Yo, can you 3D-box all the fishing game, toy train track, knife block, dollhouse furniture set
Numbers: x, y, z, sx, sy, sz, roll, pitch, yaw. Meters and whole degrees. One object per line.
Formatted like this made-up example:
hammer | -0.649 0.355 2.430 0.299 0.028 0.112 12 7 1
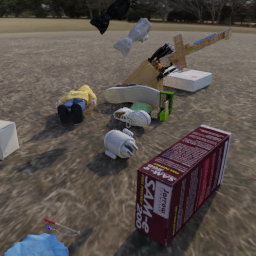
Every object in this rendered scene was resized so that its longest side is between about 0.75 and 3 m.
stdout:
fishing game | -1.644 2.418 4.989 1.244 0.270 1.738 11 34 23
toy train track | 1.910 -2.162 7.708 2.114 1.213 0.344 -24 52 2
knife block | 1.022 -3.064 14.283 2.967 2.604 0.949 13 26 27
dollhouse furniture set | 0.881 -1.027 11.813 1.815 0.911 1.189 11 26 23

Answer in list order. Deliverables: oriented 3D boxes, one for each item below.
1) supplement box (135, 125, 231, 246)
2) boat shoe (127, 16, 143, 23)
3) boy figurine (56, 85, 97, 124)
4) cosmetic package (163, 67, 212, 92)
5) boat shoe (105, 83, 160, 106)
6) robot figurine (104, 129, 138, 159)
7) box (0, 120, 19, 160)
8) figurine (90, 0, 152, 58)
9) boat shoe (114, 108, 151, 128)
supplement box | 1.323 1.109 6.332 0.849 1.517 2.787 20 30 34
boat shoe | 0.310 -5.104 13.223 0.802 0.303 0.296 -3 -2 -14
boy figurine | -2.179 -1.117 12.034 1.766 0.915 2.841 -4 22 6
cosmetic package | 3.128 -2.885 16.232 2.758 0.713 2.079 20 34 37
boat shoe | 0.320 -1.580 13.031 2.782 1.028 0.839 1 28 24
robot figurine | -0.264 0.479 8.724 1.227 0.693 1.040 25 68 43
box | -4.650 0.263 8.873 2.114 1.004 0.822 8 25 15
figurine | -0.249 -3.948 11.095 1.973 2.022 0.870 -50 9 -31
boat shoe | 0.047 -0.400 10.759 0.745 0.645 1.746 -20 29 -37
